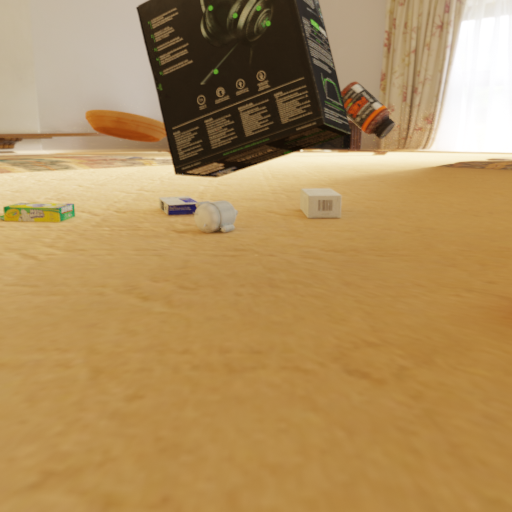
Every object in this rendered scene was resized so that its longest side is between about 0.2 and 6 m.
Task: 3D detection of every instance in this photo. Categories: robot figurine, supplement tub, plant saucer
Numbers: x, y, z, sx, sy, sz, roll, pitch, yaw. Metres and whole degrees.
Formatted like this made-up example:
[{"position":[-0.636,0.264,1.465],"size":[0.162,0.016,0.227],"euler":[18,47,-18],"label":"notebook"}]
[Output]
[{"position":[-0.730,-0.701,9.951],"size":[0.789,0.525,0.931],"euler":[41,31,20],"label":"robot figurine"},{"position":[2.209,-2.887,11.224],"size":[1.203,0.644,0.644],"euler":[46,29,13],"label":"supplement tub"},{"position":[-2.285,-2.281,9.971],"size":[1.487,0.278,1.487],"euler":[9,2,0],"label":"plant saucer"}]

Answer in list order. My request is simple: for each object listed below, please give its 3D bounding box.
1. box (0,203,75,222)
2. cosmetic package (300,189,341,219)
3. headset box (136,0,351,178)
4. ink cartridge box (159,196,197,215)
[{"position":[-4.422,-0.884,11.256],"size":[1.320,0.319,0.774],"euler":[0,12,5],"label":"box"},{"position":[1.347,-1.128,11.885],"size":[0.694,0.487,1.368],"euler":[0,13,-1],"label":"cosmetic package"},{"position":[-0.169,-2.224,6.486],"size":[1.912,2.196,1.019],"euler":[-15,-1,25],"label":"headset box"},{"position":[-1.657,-1.082,12.173],"size":[0.722,0.285,1.452],"euler":[-4,12,-17],"label":"ink cartridge box"}]
